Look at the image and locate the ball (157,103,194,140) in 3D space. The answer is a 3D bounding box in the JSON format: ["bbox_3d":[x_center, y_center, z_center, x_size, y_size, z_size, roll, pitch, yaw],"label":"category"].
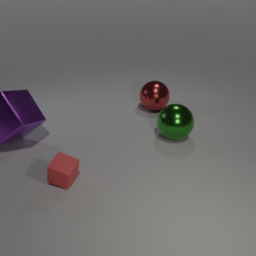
[{"bbox_3d":[1.801,-0.230,10.641,1.400,1.400,1.400,0,29,0],"label":"ball"}]

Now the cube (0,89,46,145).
[{"bbox_3d":[-4.148,-0.411,10.085,1.400,1.400,1.400,-33,-1,20],"label":"cube"}]

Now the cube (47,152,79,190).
[{"bbox_3d":[-1.941,1.282,8.409,0.700,0.700,0.700,19,40,7],"label":"cube"}]

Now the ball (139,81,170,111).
[{"bbox_3d":[1.227,-1.483,12.927,1.400,1.400,1.400,0,29,0],"label":"ball"}]
